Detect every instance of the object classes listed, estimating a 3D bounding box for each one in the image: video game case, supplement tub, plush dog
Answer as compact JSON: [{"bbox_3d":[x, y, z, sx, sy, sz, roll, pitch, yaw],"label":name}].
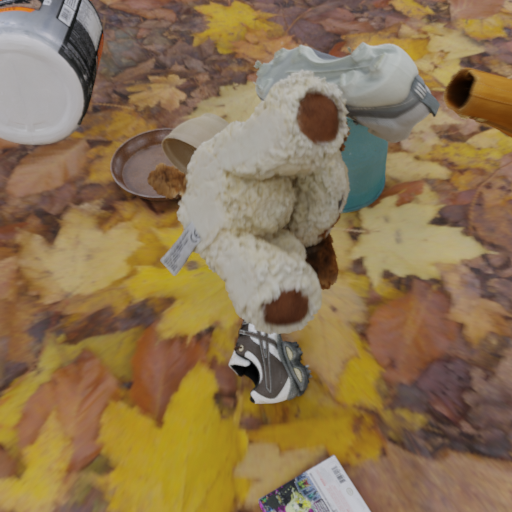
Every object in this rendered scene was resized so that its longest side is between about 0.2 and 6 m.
[{"bbox_3d":[0.796,3.162,6.597,1.110,0.219,1.225,-24,55,-18],"label":"video game case"},{"bbox_3d":[-2.499,-2.377,6.475,1.339,1.339,2.186,-5,43,-4],"label":"supplement tub"},{"bbox_3d":[0.232,-0.630,5.943,1.951,2.432,2.089,17,16,37],"label":"plush dog"}]

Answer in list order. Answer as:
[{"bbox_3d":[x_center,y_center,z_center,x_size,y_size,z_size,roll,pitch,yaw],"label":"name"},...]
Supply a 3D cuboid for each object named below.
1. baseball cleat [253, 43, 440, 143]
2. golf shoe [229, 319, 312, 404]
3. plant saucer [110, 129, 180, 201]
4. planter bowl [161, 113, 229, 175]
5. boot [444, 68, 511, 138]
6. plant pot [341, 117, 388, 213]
[{"bbox_3d":[1.006,-1.886,6.803,0.915,1.396,2.623,-57,35,-1],"label":"baseball cleat"},{"bbox_3d":[-0.025,1.148,7.902,0.948,0.780,2.006,-18,52,-14],"label":"golf shoe"},{"bbox_3d":[-1.732,-1.671,10.496,1.919,0.331,1.919,0,52,0],"label":"plant saucer"},{"bbox_3d":[-0.688,-1.538,7.890,1.059,1.059,0.713,27,70,20],"label":"planter bowl"},{"bbox_3d":[3.004,-1.754,6.590,1.587,0.780,2.217,17,12,7],"label":"boot"},{"bbox_3d":[1.412,-2.111,9.852,1.997,1.876,1.997,0,50,0],"label":"plant pot"}]
